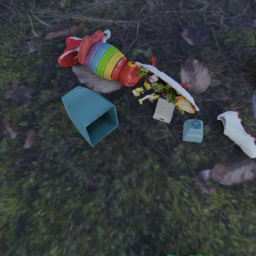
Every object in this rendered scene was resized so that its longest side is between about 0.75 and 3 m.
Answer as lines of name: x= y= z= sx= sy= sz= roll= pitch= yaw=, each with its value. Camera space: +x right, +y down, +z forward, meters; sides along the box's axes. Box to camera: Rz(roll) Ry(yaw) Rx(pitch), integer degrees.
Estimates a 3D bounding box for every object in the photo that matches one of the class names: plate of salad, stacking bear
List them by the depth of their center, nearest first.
plate of salad: x=1.198 y=-1.244 z=9.101 sx=2.552 sy=2.552 sz=0.613 roll=40 pitch=97 yaw=19
stacking bear: x=-0.684 y=-2.872 z=12.522 sx=2.764 sy=1.572 sz=1.679 roll=33 pitch=40 yaw=6

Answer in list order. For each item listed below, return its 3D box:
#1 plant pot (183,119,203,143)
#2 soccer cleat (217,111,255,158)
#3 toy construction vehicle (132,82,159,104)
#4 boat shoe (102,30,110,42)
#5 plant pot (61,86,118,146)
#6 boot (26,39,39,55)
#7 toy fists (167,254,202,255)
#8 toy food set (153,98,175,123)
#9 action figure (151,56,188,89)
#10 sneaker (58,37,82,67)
plant pot: x=2.665 y=0.041 z=11.318 sx=0.767 sy=0.783 sz=0.769 roll=6 pitch=61 yaw=4
soccer cleat: x=4.369 y=0.287 z=11.247 sx=0.872 sy=0.779 sz=2.249 roll=-15 pitch=55 yaw=-3
toy construction vehicle: x=0.875 y=-1.636 z=12.438 sx=1.193 sy=0.420 sz=1.039 roll=-21 pitch=63 yaw=-11
boat shoe: x=-1.155 y=-4.670 z=14.171 sx=0.338 sy=0.294 sz=0.917 roll=24 pitch=64 yaw=12
plant pot: x=-1.668 y=-0.659 z=11.369 sx=1.453 sy=1.454 sz=2.057 roll=-39 pitch=63 yaw=-19
boot: x=-3.219 y=-2.753 z=9.408 sx=0.265 sy=0.499 sz=0.758 roll=-17 pitch=23 yaw=-9
toy fists: x=1.861 y=4.561 z=8.898 sx=2.049 sy=0.704 sz=1.044 roll=-1 pitch=61 yaw=1
toy food set: x=1.555 y=-0.768 z=12.074 sx=0.752 sy=0.317 sz=1.048 roll=19 pitch=64 yaw=-3
action figure: x=1.559 y=-2.378 z=12.501 sx=2.217 sy=1.097 sz=0.724 roll=21 pitch=57 yaw=14
sneaker: x=-2.809 y=-3.710 z=13.504 sx=1.145 sy=0.776 sz=1.981 roll=32 pitch=53 yaw=25
